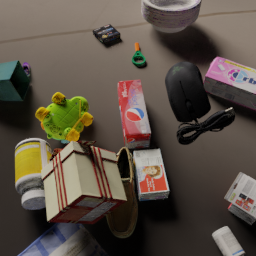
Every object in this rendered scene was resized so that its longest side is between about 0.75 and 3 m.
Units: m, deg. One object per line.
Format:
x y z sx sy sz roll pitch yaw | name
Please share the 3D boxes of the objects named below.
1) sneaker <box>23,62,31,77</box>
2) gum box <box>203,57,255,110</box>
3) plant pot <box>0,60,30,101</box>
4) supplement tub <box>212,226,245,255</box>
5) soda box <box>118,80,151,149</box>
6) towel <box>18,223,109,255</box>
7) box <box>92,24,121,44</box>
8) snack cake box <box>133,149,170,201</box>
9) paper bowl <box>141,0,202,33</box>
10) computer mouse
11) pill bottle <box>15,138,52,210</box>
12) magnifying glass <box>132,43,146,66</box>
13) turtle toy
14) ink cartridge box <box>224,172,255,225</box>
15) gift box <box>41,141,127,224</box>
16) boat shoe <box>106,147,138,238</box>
-4.552 -2.687 12.483 0.357 0.393 0.889 -12 52 -8 | sneaker
4.407 -1.900 11.569 2.496 0.826 1.417 25 57 18 | gum box
-5.136 -1.853 11.395 1.683 1.190 1.189 -3 51 9 | plant pot
2.773 3.222 7.749 0.541 0.541 0.819 -17 54 -13 | supplement tub
0.198 -0.582 10.526 0.955 0.865 2.727 -5 53 -4 | soda box
-1.459 3.948 7.312 2.200 0.357 2.995 -37 59 -24 | towel
-1.093 -4.786 14.219 1.066 0.265 1.058 -27 57 -20 | box
0.721 1.494 9.108 0.912 0.533 1.586 -4 52 -5 | snack cake box
2.161 -6.074 14.393 2.973 1.546 2.973 0 53 0 | paper bowl
1.807 -0.963 8.175 1.773 0.675 2.561 -27 65 21 | computer mouse
-2.917 1.425 8.772 1.149 1.149 2.050 -11 53 -9 | pill bottle
0.473 -3.507 13.287 0.638 0.180 1.603 -2 54 -2 | magnifying glass
-2.182 -0.390 10.167 1.679 1.164 2.304 37 54 -2 | turtle toy
3.628 2.131 8.626 1.046 0.500 1.192 33 59 23 | ink cartridge box
-1.156 1.455 7.980 2.002 1.848 1.870 -38 50 24 | gift box
-0.209 1.837 8.502 0.983 1.044 2.742 -1 53 -4 | boat shoe
